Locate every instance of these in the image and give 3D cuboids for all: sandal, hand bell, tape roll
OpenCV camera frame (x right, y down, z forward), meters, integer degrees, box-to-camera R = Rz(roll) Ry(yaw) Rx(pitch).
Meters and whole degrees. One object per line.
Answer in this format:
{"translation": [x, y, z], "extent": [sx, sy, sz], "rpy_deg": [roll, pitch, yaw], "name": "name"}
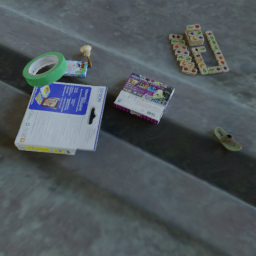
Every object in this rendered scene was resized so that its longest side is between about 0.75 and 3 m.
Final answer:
{"translation": [3.163, 0.352, 8.939], "extent": [0.407, 0.293, 1.025], "rpy_deg": [-36, 67, -18], "name": "sandal"}
{"translation": [-1.509, -2.656, 10.610], "extent": [0.436, 0.436, 0.838], "rpy_deg": [-14, 73, -8], "name": "hand bell"}
{"translation": [-2.485, -1.777, 8.419], "extent": [1.309, 0.315, 1.309], "rpy_deg": [-10, 47, 11], "name": "tape roll"}

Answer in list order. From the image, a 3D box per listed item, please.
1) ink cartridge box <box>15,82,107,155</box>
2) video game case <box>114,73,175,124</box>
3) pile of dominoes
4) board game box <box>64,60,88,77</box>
{"translation": [-2.083, -0.361, 9.201], "extent": [2.517, 0.592, 2.487], "rpy_deg": [7, 60, 2], "name": "ink cartridge box"}
{"translation": [0.573, -1.065, 9.714], "extent": [1.652, 0.296, 1.498], "rpy_deg": [22, 63, 12], "name": "video game case"}
{"translation": [2.698, -3.036, 10.766], "extent": [1.790, 0.366, 2.297], "rpy_deg": [-9, 61, -5], "name": "pile of dominoes"}
{"translation": [-1.957, -2.212, 10.432], "extent": [0.830, 0.152, 0.628], "rpy_deg": [4, 62, 3], "name": "board game box"}
